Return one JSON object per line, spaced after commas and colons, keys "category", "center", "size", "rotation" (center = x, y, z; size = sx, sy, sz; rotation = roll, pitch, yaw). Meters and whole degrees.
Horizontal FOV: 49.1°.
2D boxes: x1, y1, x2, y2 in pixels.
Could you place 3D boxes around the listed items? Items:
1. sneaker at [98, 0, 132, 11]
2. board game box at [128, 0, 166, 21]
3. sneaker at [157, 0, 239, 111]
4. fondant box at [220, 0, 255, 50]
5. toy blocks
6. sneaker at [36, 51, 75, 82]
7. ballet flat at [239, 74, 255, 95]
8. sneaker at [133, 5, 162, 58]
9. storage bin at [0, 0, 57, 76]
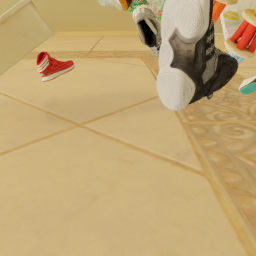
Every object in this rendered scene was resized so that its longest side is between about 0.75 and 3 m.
{"category": "sneaker", "center": [-0.592, -4.716, 10.153], "size": [0.831, 1.010, 2.196], "rotation": [-6, 52, -33]}
{"category": "board game box", "center": [1.127, -4.339, 9.364], "size": [2.051, 1.380, 0.299], "rotation": [24, 8, 28]}
{"category": "sneaker", "center": [0.889, -1.027, 3.361], "size": [0.922, 1.620, 0.612], "rotation": [-12, 33, -30]}
{"category": "fondant box", "center": [3.253, -3.245, 7.555], "size": [1.437, 1.991, 0.580], "rotation": [-9, -18, 16]}
{"category": "toy blocks", "center": [2.481, -2.578, 6.654], "size": [0.810, 2.230, 1.858], "rotation": [-25, 62, -38]}
{"category": "sneaker", "center": [-1.289, -1.188, 5.007], "size": [0.327, 0.482, 0.834], "rotation": [-6, 27, 28]}
{"category": "ballet flat", "center": [3.713, -1.384, 7.719], "size": [0.529, 0.529, 1.524], "rotation": [-13, -6, -28]}
{"category": "sneaker", "center": [0.908, -2.701, 8.946], "size": [0.863, 2.300, 1.328], "rotation": [-31, 33, 27]}
{"category": "storage bin", "center": [-3.940, -2.936, 8.559], "size": [2.747, 1.287, 2.727], "rotation": [-40, 44, -2]}
